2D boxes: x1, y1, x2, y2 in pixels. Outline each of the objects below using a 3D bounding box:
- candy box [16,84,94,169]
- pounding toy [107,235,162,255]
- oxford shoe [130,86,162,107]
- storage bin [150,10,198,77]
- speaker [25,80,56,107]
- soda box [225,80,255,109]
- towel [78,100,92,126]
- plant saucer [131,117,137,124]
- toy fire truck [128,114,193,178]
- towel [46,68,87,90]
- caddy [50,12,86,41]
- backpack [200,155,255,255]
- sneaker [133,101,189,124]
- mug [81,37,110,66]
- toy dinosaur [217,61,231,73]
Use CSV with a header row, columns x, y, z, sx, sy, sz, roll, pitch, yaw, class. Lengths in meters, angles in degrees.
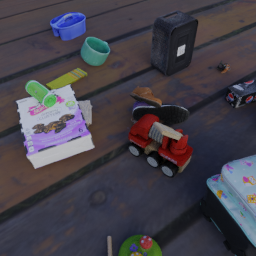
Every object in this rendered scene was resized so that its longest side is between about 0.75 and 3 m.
x,y,z,sx,sy,sz,roll,pitch,yaw,class
-2.812,-0.150,10.642,2.286,0.975,2.725,-20,55,-10,candy box
0.166,3.490,7.816,1.635,0.759,1.262,1,46,0,pounding toy
0.775,-1.322,11.297,1.786,0.637,0.637,32,85,47,oxford shoe
2.212,-4.093,13.679,1.787,2.644,1.239,-29,53,-25,storage bin
-3.290,-1.301,10.557,1.304,0.577,0.577,35,56,26,speaker
5.575,-1.632,12.692,2.216,0.702,0.784,-16,49,-16,soda box
-2.617,-0.517,11.841,2.200,0.379,1.458,-5,47,-1,towel
0.503,-0.257,11.632,0.787,0.126,0.787,8,24,-3,plant saucer
1.046,0.282,9.584,2.269,2.578,1.659,30,53,25,toy fire truck
-2.996,-2.376,13.790,1.940,0.175,0.835,-35,51,-28,towel
-3.541,-6.207,16.704,1.557,1.156,2.202,34,55,27,caddy
3.993,2.094,8.187,2.949,2.261,2.592,-12,42,-22,backpack
1.396,-0.856,11.878,2.369,0.897,1.037,5,37,0,sneaker
-1.634,-3.864,14.505,1.634,1.010,1.342,-4,53,-40,mug
4.919,-3.088,14.282,0.635,0.478,0.936,33,32,8,toy dinosaur
